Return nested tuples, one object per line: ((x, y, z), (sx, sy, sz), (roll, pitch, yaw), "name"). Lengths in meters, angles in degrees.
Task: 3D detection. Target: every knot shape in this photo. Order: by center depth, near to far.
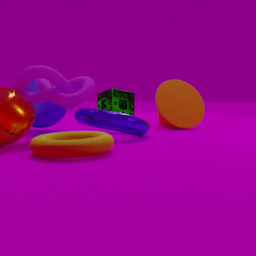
((-1.647, -0.841, 6.001), (1.514, 0.747, 1.618), (7, -2, -41), "knot shape")

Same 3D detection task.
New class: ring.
((-0.915, 0.253, 4.649), (1.361, 0.272, 1.361), (-1, 6, 0), "ring")
((-0.370, -0.143, 6.652), (1.802, 0.360, 1.802), (10, -3, 0), "ring")

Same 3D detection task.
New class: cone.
((-2.355, -0.440, 7.149), (1.586, 1.586, 1.591), (-1, 22, -10), "cone")
((1.317, -0.437, 8.955), (1.601, 1.601, 1.607), (-2, -22, -20), "cone")

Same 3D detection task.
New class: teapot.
((-2.367, -0.243, 5.152), (1.201, 0.946, 1.932), (-26, 41, -9), "teapot")

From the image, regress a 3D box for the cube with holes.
((-0.437, -0.747, 9.704), (0.947, 0.947, 0.947), (6, -8, -37), "cube with holes")
